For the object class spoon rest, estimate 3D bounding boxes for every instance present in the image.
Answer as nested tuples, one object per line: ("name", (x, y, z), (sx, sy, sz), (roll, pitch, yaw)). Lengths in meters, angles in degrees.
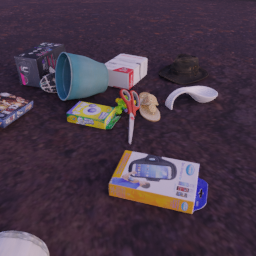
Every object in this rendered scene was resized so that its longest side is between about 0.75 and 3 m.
("spoon rest", (3.026, -1.558, 13.164), (2.643, 0.801, 1.313), (-16, 37, -21))

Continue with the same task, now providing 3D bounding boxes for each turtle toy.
("turtle toy", (-0.185, -0.992, 12.533), (1.095, 0.553, 0.798), (-28, 43, -33))

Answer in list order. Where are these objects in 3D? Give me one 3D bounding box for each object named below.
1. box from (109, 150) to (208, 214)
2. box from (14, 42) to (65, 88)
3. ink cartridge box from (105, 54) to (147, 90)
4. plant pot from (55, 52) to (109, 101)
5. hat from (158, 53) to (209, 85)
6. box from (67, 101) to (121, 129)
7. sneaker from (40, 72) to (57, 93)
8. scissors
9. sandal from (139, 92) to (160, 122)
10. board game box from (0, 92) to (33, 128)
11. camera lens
("box", (1.016, 1.615, 8.689), (2.862, 0.594, 1.704), (7, 34, 15))
("box", (-4.628, -3.481, 15.236), (1.400, 1.614, 2.640), (11, 35, 18))
("ink cartridge box", (-0.190, -3.117, 15.243), (1.743, 1.011, 2.416), (16, 37, 22))
("plant pot", (-2.146, -2.428, 13.444), (2.072, 2.205, 2.205), (-4, 31, -33))
("hat", (3.181, -3.549, 15.774), (2.899, 1.170, 2.899), (1, 35, 0))
("box", (-1.424, -0.544, 11.947), (2.051, 0.496, 1.203), (13, 35, 15))
("sneaker", (-3.535, -2.524, 14.682), (1.077, 1.048, 2.703), (0, 24, 38))
("scissors", (0.235, -0.498, 11.604), (1.039, 0.198, 2.841), (17, 49, -38))
("sandal", (0.906, -1.229, 12.688), (0.858, 0.769, 2.339), (-4, 34, -6))
("board game box", (-5.301, -0.831, 11.926), (1.533, 0.392, 2.263), (16, 28, 5))
("camera lens", (-2.459, 3.136, 5.702), (1.399, 1.399, 1.749), (0, 35, 0))
